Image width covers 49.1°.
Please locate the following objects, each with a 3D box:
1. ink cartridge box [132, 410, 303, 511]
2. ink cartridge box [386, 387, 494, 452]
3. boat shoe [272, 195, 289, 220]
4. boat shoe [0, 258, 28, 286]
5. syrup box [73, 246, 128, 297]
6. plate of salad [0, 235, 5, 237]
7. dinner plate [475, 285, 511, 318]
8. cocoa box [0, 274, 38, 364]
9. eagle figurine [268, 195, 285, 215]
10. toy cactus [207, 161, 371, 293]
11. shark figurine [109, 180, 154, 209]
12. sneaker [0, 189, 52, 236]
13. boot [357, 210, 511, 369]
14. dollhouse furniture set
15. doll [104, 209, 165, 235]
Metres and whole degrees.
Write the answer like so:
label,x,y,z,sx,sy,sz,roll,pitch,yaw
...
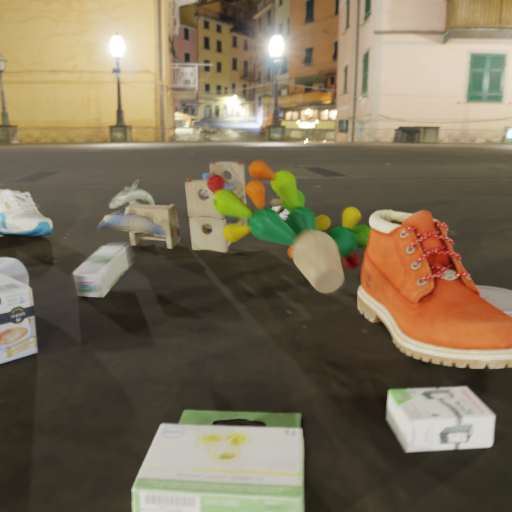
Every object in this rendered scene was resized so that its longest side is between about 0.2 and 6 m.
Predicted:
label,x,y,z,sx,sy,sz,roll,pitch,yaw
ink cartridge box,-0.191,1.444,4.251,1.099,0.362,1.511,1,16,5
ink cartridge box,1.518,1.348,4.664,0.716,0.301,0.521,-1,15,-6
boat shoe,0.887,-1.226,14.156,0.602,0.550,1.672,-5,15,-18
boat shoe,-4.100,0.476,6.709,0.950,1.005,2.803,6,13,21
syrup box,-2.346,0.225,8.533,0.403,0.416,1.022,1,25,10
plate of salad,-6.033,-0.470,11.192,1.846,0.443,1.846,9,-1,0
dinner plate,3.109,0.654,7.615,1.741,0.211,1.741,0,13,0
cocoa box,-3.104,0.752,6.002,0.803,0.790,1.204,14,20,43
eagle figurine,0.619,-1.185,13.284,0.762,0.575,0.578,-17,24,18
toy cactus,0.657,-0.269,8.779,2.921,1.494,2.410,23,27,-27
shark figurine,-2.820,-1.411,13.196,0.590,0.844,1.413,34,12,33
sneaker,-5.150,-0.931,12.073,2.275,0.919,0.870,14,7,40
boot,2.016,0.288,6.491,1.046,1.495,2.789,-3,16,-18
dollhouse furniture set,-1.384,-1.064,11.309,2.029,1.422,1.430,5,25,16
doll,-1.784,-0.490,8.250,0.891,0.317,1.307,12,5,-13
